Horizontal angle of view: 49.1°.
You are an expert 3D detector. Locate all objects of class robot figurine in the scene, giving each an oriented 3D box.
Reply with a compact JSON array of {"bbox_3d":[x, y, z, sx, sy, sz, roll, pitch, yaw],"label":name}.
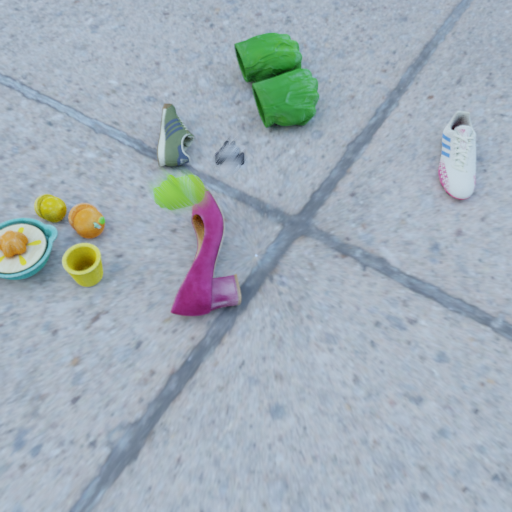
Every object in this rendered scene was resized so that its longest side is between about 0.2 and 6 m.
[{"bbox_3d":[-1.269,-1.073,9.458,0.885,0.776,0.512,-13,72,10],"label":"robot figurine"},{"bbox_3d":[-0.487,-1.815,10.347,0.448,0.372,0.596,-2,90,27],"label":"robot figurine"}]

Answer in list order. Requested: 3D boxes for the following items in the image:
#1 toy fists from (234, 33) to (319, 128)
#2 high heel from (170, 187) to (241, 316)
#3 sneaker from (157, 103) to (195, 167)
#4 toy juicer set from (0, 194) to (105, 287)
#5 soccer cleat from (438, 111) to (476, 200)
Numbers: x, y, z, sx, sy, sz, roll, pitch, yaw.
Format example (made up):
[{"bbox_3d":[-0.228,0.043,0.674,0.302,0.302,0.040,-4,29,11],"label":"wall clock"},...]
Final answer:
[{"bbox_3d":[0.565,-4.319,13.692,1.517,1.023,2.976,-17,59,-3],"label":"toy fists"},{"bbox_3d":[-1.243,-0.142,10.881,1.326,0.931,2.765,-8,69,-18],"label":"high heel"},{"bbox_3d":[-1.802,-2.761,12.883,0.790,0.590,1.759,2,60,-2],"label":"sneaker"},{"bbox_3d":[-4.656,-0.441,11.064,3.435,0.935,2.185,-1,56,0],"label":"toy juicer set"},{"bbox_3d":[4.447,-2.269,12.305,0.758,0.937,2.171,6,56,4],"label":"soccer cleat"}]
